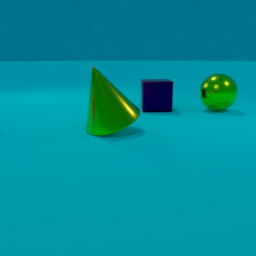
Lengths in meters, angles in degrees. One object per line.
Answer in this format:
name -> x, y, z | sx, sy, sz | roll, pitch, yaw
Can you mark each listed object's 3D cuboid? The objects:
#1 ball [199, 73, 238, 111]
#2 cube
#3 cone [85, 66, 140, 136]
ball -> 3.027, -1.196, 9.409 | 1.250, 1.250, 1.250 | 0, 15, 0
cube -> 0.961, -1.131, 9.601 | 1.007, 1.007, 1.007 | -1, 15, -1
cone -> -0.591, -0.811, 6.715 | 1.442, 1.447, 1.442 | -15, 27, 8
